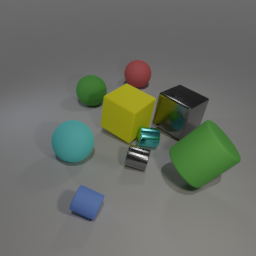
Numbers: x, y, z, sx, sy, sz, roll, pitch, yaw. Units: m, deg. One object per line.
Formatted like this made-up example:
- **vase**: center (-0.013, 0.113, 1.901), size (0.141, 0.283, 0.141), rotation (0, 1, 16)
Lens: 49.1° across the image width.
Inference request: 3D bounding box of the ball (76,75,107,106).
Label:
- **ball**: center (-1.669, -1.719, 12.806), size (1.400, 1.400, 1.400), rotation (0, 32, 0)

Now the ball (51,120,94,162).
- **ball**: center (-1.828, 0.439, 9.325), size (1.400, 1.400, 1.400), rotation (0, 32, 0)

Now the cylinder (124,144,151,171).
- **cylinder**: center (0.311, 0.955, 9.060), size (0.700, 0.700, 0.700), rotation (16, 34, 5)

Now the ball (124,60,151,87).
- **ball**: center (0.508, -2.809, 14.489), size (1.400, 1.400, 1.400), rotation (0, 32, 0)

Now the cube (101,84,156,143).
- **cube**: center (-0.013, -0.579, 10.476), size (1.400, 1.400, 1.400), rotation (30, 43, 23)

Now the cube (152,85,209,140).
- **cube**: center (2.008, -0.644, 10.797), size (1.400, 1.400, 1.400), rotation (33, 40, 30)

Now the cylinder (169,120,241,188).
- **cylinder**: center (2.126, 0.725, 7.829), size (1.400, 1.400, 1.400), rotation (38, 26, -23)

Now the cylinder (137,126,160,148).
- **cylinder**: center (0.730, 0.324, 10.008), size (0.700, 0.700, 0.700), rotation (7, 31, -8)

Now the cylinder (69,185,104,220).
- **cylinder**: center (-1.079, 1.966, 7.408), size (0.700, 0.700, 0.700), rotation (24, 35, 3)
